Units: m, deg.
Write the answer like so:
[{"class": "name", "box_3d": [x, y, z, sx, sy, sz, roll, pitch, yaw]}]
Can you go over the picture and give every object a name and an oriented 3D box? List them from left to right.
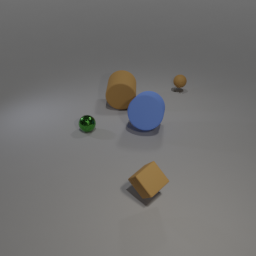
[{"class": "ball", "box_3d": [-1.662, -0.181, 11.414, 0.700, 0.700, 0.700, 0, 30, 0]}, {"class": "cylinder", "box_3d": [-0.310, -1.820, 13.302, 1.400, 1.400, 1.400, 1, 36, 2]}, {"class": "cylinder", "box_3d": [0.774, -0.732, 11.337, 1.400, 1.400, 1.400, 5, 14, 8]}, {"class": "cube", "box_3d": [0.556, 1.435, 7.700, 0.700, 0.700, 0.700, -36, 87, -24]}, {"class": "ball", "box_3d": [2.762, -2.487, 14.889, 0.700, 0.700, 0.700, 0, 30, 0]}]
